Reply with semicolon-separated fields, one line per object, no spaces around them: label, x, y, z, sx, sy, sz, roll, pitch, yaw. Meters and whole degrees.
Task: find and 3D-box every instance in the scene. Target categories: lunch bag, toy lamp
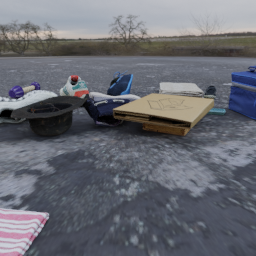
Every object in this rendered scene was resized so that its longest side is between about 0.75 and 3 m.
lunch bag;4.915;-1.390;10.284;1.727;1.682;2.542;-5;19;-15
toy lamp;-4.982;-1.836;13.493;0.628;0.628;2.156;3;18;9

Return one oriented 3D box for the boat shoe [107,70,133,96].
boat shoe;-0.355;-2.092;13.202;1.021;1.252;2.975;12;16;1

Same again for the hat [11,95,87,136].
hat;-2.179;-0.280;8.171;2.237;0.902;2.237;-8;18;3

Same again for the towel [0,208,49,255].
towel;-1.790;1.471;3.725;1.009;0.206;1.379;3;18;9

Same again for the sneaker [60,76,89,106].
sneaker;-2.327;-1.729;12.188;0.893;1.186;2.538;-10;21;-27

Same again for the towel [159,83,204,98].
towel;2.498;-1.777;13.543;1.957;0.509;2.953;3;17;5

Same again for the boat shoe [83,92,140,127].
boat shoe;-0.266;-0.499;9.237;2.394;0.894;1.110;0;42;-33

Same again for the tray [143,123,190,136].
tray;1.606;-0.405;9.224;1.301;0.488;2.637;9;21;25

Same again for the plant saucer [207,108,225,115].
plant saucer;2.833;-0.649;10.534;1.561;0.148;0.546;4;18;16

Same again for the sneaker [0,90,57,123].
sneaker;-3.479;-0.626;9.452;2.531;0.951;1.026;-16;34;-31

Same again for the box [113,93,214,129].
box;1.222;-0.611;8.600;2.294;0.299;2.807;9;19;27

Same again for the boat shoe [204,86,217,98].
boat shoe;3.950;-1.720;13.377;0.564;0.471;1.513;8;20;18
